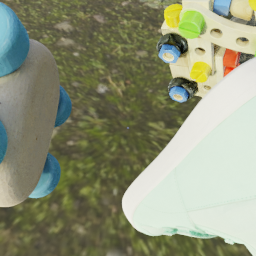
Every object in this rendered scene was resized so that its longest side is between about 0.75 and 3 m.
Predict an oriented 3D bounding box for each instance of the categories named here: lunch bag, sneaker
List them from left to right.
[{"bbox_3d":[0.830,0.896,2.404,0.985,2.677,1.579,-20,64,-27],"label":"sneaker"},{"bbox_3d":[2.521,-2.006,5.536,0.936,1.344,1.127,43,55,1],"label":"lunch bag"}]

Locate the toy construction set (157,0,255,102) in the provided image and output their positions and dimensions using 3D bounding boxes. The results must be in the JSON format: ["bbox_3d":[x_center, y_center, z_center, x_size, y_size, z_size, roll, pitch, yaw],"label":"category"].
[{"bbox_3d":[1.431,-0.868,3.880,1.948,2.971,1.369,14,51,26],"label":"toy construction set"}]

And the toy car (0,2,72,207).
[{"bbox_3d":[-2.419,-0.195,3.889,2.606,2.402,2.305,5,73,4],"label":"toy car"}]
